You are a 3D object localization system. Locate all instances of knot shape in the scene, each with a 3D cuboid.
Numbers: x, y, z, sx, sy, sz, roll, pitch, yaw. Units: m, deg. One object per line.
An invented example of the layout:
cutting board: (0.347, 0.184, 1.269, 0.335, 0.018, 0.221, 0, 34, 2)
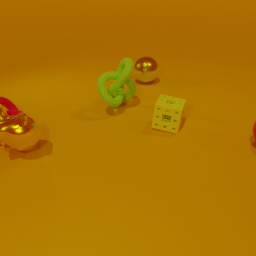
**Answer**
knot shape: (-3.440, -0.162, 7.360, 1.428, 0.705, 1.527, -12, 48, -32)
knot shape: (-0.284, -1.307, 9.012, 0.773, 1.565, 1.672, 26, 71, 20)

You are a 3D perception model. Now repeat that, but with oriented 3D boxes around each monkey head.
monkey head: (-2.622, -0.051, 6.635, 1.013, 1.682, 1.210, -12, 74, -12)

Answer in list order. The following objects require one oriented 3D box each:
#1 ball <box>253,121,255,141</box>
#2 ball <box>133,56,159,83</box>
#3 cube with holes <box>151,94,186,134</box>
ball: (3.654, 0.072, 6.980, 1.003, 1.003, 1.003, 0, 29, 0)
ball: (0.729, -2.348, 11.314, 1.057, 1.057, 1.057, 0, 29, 0)
cube with holes: (1.175, -0.411, 8.035, 0.753, 0.753, 0.753, 14, 32, 13)
